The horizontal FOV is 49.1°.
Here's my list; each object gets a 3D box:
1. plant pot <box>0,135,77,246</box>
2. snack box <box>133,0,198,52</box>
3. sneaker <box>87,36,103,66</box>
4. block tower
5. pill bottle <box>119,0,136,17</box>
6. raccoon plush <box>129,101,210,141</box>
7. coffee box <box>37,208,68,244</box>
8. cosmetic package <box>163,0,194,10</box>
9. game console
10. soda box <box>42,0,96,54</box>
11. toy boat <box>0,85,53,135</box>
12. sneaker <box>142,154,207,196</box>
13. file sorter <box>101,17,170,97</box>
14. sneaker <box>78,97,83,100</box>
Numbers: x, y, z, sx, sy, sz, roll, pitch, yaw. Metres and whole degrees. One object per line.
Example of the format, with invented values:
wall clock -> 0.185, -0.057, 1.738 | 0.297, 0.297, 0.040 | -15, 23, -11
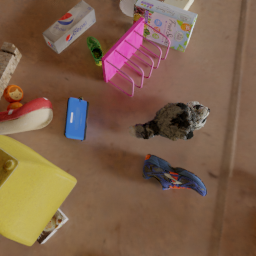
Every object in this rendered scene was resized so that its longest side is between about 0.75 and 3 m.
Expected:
plant pot -> -3.600, 1.683, 8.441 | 2.559, 2.618, 2.542 | 29, 73, 20
snack box -> 1.388, -4.130, 11.195 | 2.368, 1.684, 0.627 | 22, 71, 7
sneaker -> -1.309, -3.249, 11.469 | 0.522, 0.590, 1.411 | -23, 71, -7
block tower -> -5.004, -2.257, 11.095 | 0.621, 0.665, 2.299 | 15, 72, 5
pill bottle -> 0.517, -6.273, 11.971 | 1.644, 1.644, 2.924 | 13, 71, 5
raccoon plush -> 1.581, -0.383, 10.316 | 2.762, 1.850, 1.336 | 2, 102, 28
coffee box -> -2.625, 3.195, 9.272 | 0.636, 0.443, 1.111 | 42, 76, 13
cosmetic package -> 2.066, -5.280, 12.140 | 0.974, 0.687, 1.881 | 29, 74, 10
game console -> -1.832, -0.258, 9.854 | 1.174, 0.814, 1.376 | 12, 78, -43
soda box -> -2.408, -4.229, 11.711 | 0.734, 0.789, 2.312 | 40, 76, 13
toy boat -> -3.876, -0.685, 9.704 | 2.505, 1.635, 1.637 | -9, 90, 13
sneaker -> 1.560, 1.783, 9.647 | 2.392, 0.901, 0.938 | 24, 81, 16
file sorter -> 0.326, -2.597, 10.703 | 1.466, 1.624, 2.337 | 37, 75, 10
sneaker -> -2.006, -0.907, 10.732 | 0.281, 0.301, 0.798 | 33, 65, -1
